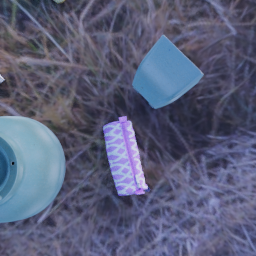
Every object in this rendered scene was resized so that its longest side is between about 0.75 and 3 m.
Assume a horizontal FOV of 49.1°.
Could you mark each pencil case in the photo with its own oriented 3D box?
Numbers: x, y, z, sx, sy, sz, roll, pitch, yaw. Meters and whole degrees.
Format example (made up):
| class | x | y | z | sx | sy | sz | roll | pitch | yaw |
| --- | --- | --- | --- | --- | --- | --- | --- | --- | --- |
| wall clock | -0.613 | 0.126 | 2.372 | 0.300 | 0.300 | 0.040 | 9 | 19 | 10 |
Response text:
| class | x | y | z | sx | sy | sz | roll | pitch | yaw |
| --- | --- | --- | --- | --- | --- | --- | --- | --- | --- |
| pencil case | -0.073 | 0.734 | 6.843 | 0.795 | 0.810 | 1.894 | -14 | 83 | -18 |

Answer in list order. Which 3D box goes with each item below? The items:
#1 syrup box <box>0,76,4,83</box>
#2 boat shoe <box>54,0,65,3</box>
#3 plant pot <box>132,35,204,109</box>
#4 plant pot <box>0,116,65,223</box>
| class | x | y | z | sx | sy | sz | roll | pitch | yaw |
| --- | --- | --- | --- | --- | --- | --- | --- | --- | --- |
| syrup box | -4.499 | -0.967 | 6.964 | 2.426 | 0.988 | 0.955 | -37 | 86 | -3 |
| boat shoe | -2.263 | -3.908 | 7.582 | 1.319 | 0.415 | 0.481 | 39 | 85 | 4 |
| plant pot | 0.847 | -1.201 | 6.900 | 1.326 | 1.299 | 1.302 | -44 | 85 | 7 |
| plant pot | -2.945 | 0.916 | 6.354 | 2.652 | 1.777 | 2.652 | 0 | 83 | 1 |
